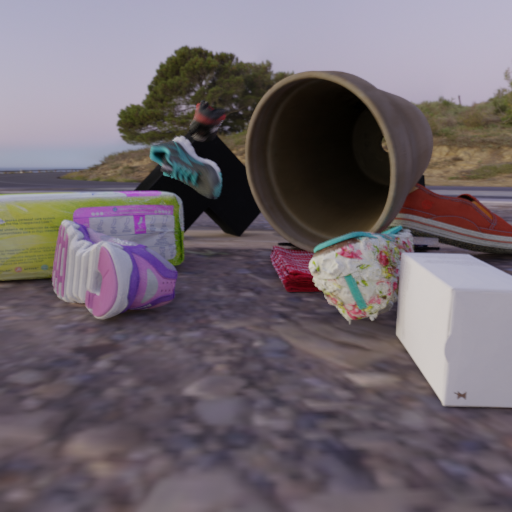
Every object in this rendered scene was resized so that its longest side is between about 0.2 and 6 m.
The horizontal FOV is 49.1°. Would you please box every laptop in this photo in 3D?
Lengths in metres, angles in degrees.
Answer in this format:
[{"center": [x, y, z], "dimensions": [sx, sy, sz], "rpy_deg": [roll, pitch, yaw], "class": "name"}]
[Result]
[{"center": [1.881, -0.890, 10.283], "dimensions": [2.596, 2.929, 1.513], "rpy_deg": [3, -36, 11], "class": "laptop"}]

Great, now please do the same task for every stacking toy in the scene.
[{"center": [2.105, -0.555, 9.437], "dimensions": [1.693, 0.715, 1.532], "rpy_deg": [2, 0, -19], "class": "stacking toy"}]

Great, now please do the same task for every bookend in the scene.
[{"center": [-1.215, -1.133, 12.389], "dimensions": [2.439, 2.423, 1.123], "rpy_deg": [44, -11, -24], "class": "bookend"}]

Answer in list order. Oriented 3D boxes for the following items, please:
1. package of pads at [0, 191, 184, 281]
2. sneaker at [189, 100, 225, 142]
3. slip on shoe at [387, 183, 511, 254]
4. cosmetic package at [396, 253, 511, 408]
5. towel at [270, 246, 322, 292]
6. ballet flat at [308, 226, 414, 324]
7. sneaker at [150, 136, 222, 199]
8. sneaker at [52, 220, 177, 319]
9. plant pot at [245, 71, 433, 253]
[{"center": [-2.955, -0.388, 8.586], "dimensions": [3.382, 1.153, 2.613], "rpy_deg": [-5, 9, -20], "class": "package of pads"}, {"center": [-0.905, -2.408, 10.180], "dimensions": [0.531, 0.734, 1.502], "rpy_deg": [24, 11, -9], "class": "sneaker"}, {"center": [3.602, -0.581, 9.405], "dimensions": [2.935, 0.898, 1.087], "rpy_deg": [12, -5, -12], "class": "slip on shoe"}, {"center": [1.515, 0.473, 4.223], "dimensions": [0.637, 0.808, 1.501], "rpy_deg": [2, 11, 1], "class": "cosmetic package"}, {"center": [1.184, 0.136, 8.033], "dimensions": [1.839, 0.286, 2.543], "rpy_deg": [1, 9, -4], "class": "towel"}, {"center": [1.199, 0.187, 5.914], "dimensions": [0.988, 0.835, 2.612], "rpy_deg": [-24, -5, 25], "class": "ballet flat"}, {"center": [-1.220, -1.435, 9.439], "dimensions": [0.753, 0.641, 1.651], "rpy_deg": [-15, 43, -38], "class": "sneaker"}, {"center": [-1.639, 0.152, 6.414], "dimensions": [0.992, 0.902, 2.244], "rpy_deg": [1, 11, -37], "class": "sneaker"}, {"center": [1.465, -1.505, 8.246], "dimensions": [2.501, 2.501, 2.170], "rpy_deg": [8, 23, 43], "class": "plant pot"}]
